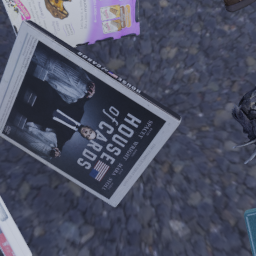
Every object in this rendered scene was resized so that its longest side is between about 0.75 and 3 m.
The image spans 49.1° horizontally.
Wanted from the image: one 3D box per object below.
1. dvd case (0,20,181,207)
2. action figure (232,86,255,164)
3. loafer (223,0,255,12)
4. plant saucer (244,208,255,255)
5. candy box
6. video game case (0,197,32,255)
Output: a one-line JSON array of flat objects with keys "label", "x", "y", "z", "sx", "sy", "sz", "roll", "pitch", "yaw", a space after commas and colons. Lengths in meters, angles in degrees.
[{"label": "dvd case", "x": -0.908, "y": -0.110, "z": 4.992, "sx": 2.959, "sy": 0.366, "sz": 2.224, "roll": 33, "pitch": 116, "yaw": -2}, {"label": "action figure", "x": 2.404, "y": -0.371, "z": 4.410, "sx": 1.224, "sy": 1.051, "sz": 2.059, "roll": 43, "pitch": 62, "yaw": -12}, {"label": "loafer", "x": 2.659, "y": -2.959, "z": 5.255, "sx": 0.717, "sy": 2.020, "sz": 0.738, "roll": 47, "pitch": 46, "yaw": -25}, {"label": "plant saucer", "x": 2.594, "y": 2.682, "z": 4.517, "sx": 0.275, "sy": 1.014, "sz": 2.901, "roll": 19, "pitch": 54, "yaw": -30}, {"label": "candy box", "x": -1.190, "y": -2.899, "z": 5.776, "sx": 2.683, "sy": 2.251, "sz": 0.960, "roll": -13, "pitch": 49, "yaw": -7}, {"label": "video game case", "x": -2.333, "y": 1.101, "z": 4.540, "sx": 0.202, "sy": 1.655, "sz": 2.314, "roll": -27, "pitch": 83, "yaw": -35}]
